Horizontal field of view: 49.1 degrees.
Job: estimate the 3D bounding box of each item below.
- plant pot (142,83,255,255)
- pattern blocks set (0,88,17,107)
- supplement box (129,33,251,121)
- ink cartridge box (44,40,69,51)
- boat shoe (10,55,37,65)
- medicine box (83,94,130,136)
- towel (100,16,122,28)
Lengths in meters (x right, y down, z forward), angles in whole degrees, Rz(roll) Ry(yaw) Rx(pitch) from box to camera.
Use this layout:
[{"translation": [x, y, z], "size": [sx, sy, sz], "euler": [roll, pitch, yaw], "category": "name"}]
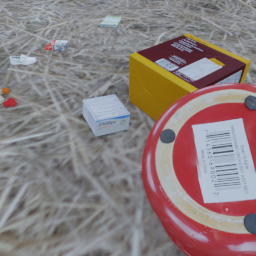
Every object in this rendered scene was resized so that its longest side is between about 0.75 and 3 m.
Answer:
[{"translation": [1.837, 0.922, 4.879], "size": [2.998, 2.730, 2.998], "euler": [-7, 62, 14], "category": "plant pot"}, {"translation": [-4.779, -0.959, 9.597], "size": [1.545, 0.142, 1.758], "euler": [-28, 49, -28], "category": "pattern blocks set"}, {"translation": [1.831, -1.464, 8.940], "size": [2.643, 1.755, 2.607], "euler": [-27, 49, -27], "category": "supplement box"}, {"translation": [-3.232, -3.726, 12.589], "size": [0.999, 0.252, 0.544], "euler": [4, 42, 3], "category": "ink cartridge box"}, {"translation": [-4.317, -2.829, 11.510], "size": [1.060, 0.367, 0.375], "euler": [-5, 42, -6], "category": "boat shoe"}, {"translation": [-0.683, -0.415, 8.540], "size": [1.088, 0.615, 1.195], "euler": [-12, 42, -22], "category": "medicine box"}, {"translation": [-0.889, -5.641, 14.773], "size": [0.933, 0.192, 1.251], "euler": [9, 43, 9], "category": "towel"}]
